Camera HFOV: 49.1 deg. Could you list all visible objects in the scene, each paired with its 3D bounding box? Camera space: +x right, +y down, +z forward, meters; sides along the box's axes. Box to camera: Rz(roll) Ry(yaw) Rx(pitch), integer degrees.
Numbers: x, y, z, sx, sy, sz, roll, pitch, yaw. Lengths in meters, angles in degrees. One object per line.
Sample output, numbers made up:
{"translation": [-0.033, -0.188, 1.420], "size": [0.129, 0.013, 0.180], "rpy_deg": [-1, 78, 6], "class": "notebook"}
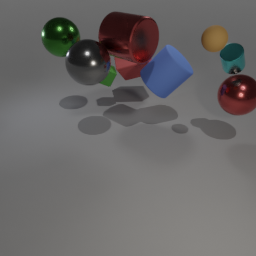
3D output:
{"translation": [3.270, -2.156, 8.745], "size": [0.700, 0.700, 0.700], "rpy_deg": [-11, 62, 21], "class": "cylinder"}
{"translation": [0.242, -3.107, 12.312], "size": [1.400, 1.400, 1.400], "rpy_deg": [-12, -13, 13], "class": "cube"}
{"translation": [-2.451, -3.319, 10.279], "size": [1.400, 1.400, 1.400], "rpy_deg": [0, 31, 0], "class": "ball"}
{"translation": [-0.978, -2.307, 11.991], "size": [0.700, 0.700, 0.700], "rpy_deg": [17, 32, -25], "class": "cube"}
{"translation": [3.769, -1.121, 9.530], "size": [1.400, 1.400, 1.400], "rpy_deg": [0, 31, 0], "class": "ball"}
{"translation": [0.026, -2.863, 8.856], "size": [1.400, 1.400, 1.400], "rpy_deg": [26, 40, 36], "class": "cylinder"}
{"translation": [2.332, -2.403, 7.543], "size": [0.700, 0.700, 0.700], "rpy_deg": [0, 31, 0], "class": "ball"}
{"translation": [1.407, -2.047, 10.249], "size": [1.400, 1.400, 1.400], "rpy_deg": [34, 32, -25], "class": "cylinder"}
{"translation": [-1.229, -2.019, 8.668], "size": [1.400, 1.400, 1.400], "rpy_deg": [0, 31, 0], "class": "ball"}
